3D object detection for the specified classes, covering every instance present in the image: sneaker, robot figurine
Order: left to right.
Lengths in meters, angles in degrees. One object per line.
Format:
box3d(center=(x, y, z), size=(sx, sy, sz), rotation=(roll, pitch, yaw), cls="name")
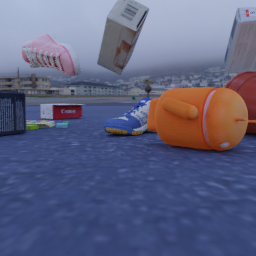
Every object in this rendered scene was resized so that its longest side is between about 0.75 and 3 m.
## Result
box3d(center=(-2.258, -1.964, 7.961), size=(1.201, 0.865, 2.298), rotation=(-27, 46, -21), cls="sneaker")
box3d(center=(0.249, -0.330, 7.398), size=(2.167, 0.955, 0.816), rotation=(-6, 10, -43), cls="sneaker")
box3d(center=(1.239, -0.173, 4.998), size=(1.898, 1.365, 1.107), rotation=(5, 47, 40), cls="robot figurine")

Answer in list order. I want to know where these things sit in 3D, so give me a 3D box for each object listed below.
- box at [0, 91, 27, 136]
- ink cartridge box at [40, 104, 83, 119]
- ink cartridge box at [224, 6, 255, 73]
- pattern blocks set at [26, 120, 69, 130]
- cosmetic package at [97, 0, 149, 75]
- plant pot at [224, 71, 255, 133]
box3d(center=(-3.814, -0.356, 6.819), size=(1.548, 1.091, 2.092), rotation=(3, 6, 32), cls="box")
box3d(center=(-3.116, -0.815, 13.624), size=(1.498, 0.716, 1.707), rotation=(5, 8, 44), cls="ink cartridge box")
box3d(center=(3.789, -2.241, 7.085), size=(2.334, 0.585, 1.893), rotation=(-4, -27, 7), cls="ink cartridge box")
box3d(center=(-3.164, -0.132, 9.275), size=(2.392, 0.194, 2.103), rotation=(-1, 6, -14), cls="pattern blocks set")
box3d(center=(-0.224, -2.977, 9.287), size=(1.002, 1.187, 2.297), rotation=(26, -26, -2), cls="cosmetic package")
box3d(center=(3.310, -0.490, 6.600), size=(1.634, 1.634, 1.589), rotation=(-2, 13, -16), cls="plant pot")
